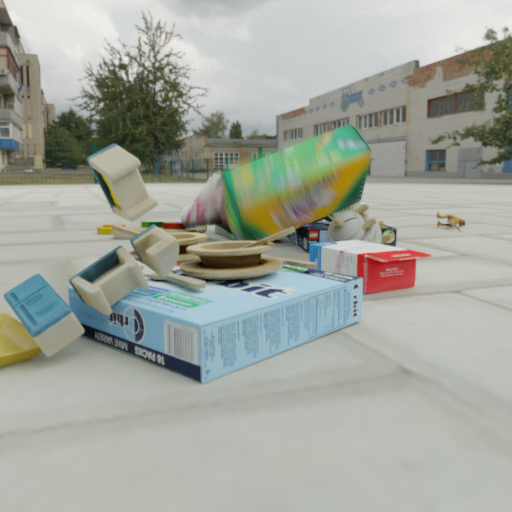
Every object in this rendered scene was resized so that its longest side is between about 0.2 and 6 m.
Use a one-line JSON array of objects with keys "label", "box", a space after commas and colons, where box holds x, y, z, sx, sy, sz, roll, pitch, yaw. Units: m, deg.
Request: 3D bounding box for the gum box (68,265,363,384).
[{"label": "gum box", "box": [-0.391, 0.532, 6.207, 2.131, 0.559, 2.509, 9, 13, 42]}]

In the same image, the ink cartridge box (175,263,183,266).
[{"label": "ink cartridge box", "box": [-1.185, -0.017, 10.423, 0.539, 0.249, 0.988, 10, 13, 38]}]

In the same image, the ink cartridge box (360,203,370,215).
[{"label": "ink cartridge box", "box": [2.851, -1.063, 15.205, 0.317, 0.751, 0.548, 1, 10, -6]}]

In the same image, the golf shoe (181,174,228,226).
[{"label": "golf shoe", "box": [-0.904, -1.295, 12.953, 0.876, 1.111, 2.413, -2, -7, -44]}]

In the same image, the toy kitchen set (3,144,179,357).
[{"label": "toy kitchen set", "box": [-1.704, -0.134, 5.227, 1.564, 1.253, 0.922, -36, 38, -22]}]

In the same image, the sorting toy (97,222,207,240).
[{"label": "sorting toy", "box": [-2.806, -0.730, 14.333, 2.766, 0.370, 2.061, 1, 10, 9]}]

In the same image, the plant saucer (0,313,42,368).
[{"label": "plant saucer", "box": [-2.513, 0.826, 5.157, 0.840, 0.203, 0.840, 23, 18, 35]}]

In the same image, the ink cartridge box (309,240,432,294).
[{"label": "ink cartridge box", "box": [1.677, 0.158, 8.414, 0.991, 0.574, 1.706, -5, 11, -29]}]

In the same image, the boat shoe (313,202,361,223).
[{"label": "boat shoe", "box": [1.352, -1.143, 12.229, 1.029, 0.858, 2.757, -13, 31, -28]}]

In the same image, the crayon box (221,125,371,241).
[{"label": "crayon box", "box": [0.734, -1.253, 10.428, 2.640, 0.769, 1.568, -23, -28, -10]}]

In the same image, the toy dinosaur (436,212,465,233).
[{"label": "toy dinosaur", "box": [5.429, -0.973, 15.533, 0.841, 0.478, 1.583, 7, 12, 30]}]

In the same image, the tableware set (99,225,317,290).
[{"label": "tableware set", "box": [-0.729, -0.138, 6.931, 1.718, 0.521, 2.600, -8, 11, -37]}]

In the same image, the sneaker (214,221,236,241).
[{"label": "sneaker", "box": [-0.286, -1.193, 13.665, 1.058, 1.503, 2.829, -5, 11, -30]}]

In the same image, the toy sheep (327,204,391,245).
[{"label": "toy sheep", "box": [1.778, -0.372, 10.005, 1.016, 1.016, 1.474, 9, -21, 44]}]

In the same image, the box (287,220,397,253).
[{"label": "box", "box": [1.810, -0.534, 12.725, 1.882, 0.519, 2.756, -1, 10, -6]}]
